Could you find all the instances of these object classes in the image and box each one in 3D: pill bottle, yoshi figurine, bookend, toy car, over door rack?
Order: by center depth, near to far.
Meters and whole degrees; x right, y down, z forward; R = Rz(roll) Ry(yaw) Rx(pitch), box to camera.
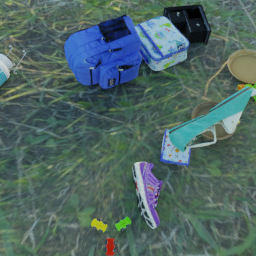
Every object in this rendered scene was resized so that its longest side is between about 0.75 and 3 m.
[{"bbox_3d":[-0.425,3.244,8.888,1.166,0.276,1.239,-28,65,-15],"label":"toy car"},{"bbox_3d":[5.202,-1.419,11.319,1.434,0.806,0.803,-3,76,-5],"label":"yoshi figurine"},{"bbox_3d":[-5.657,-2.105,11.442,1.106,1.106,1.997,28,65,15],"label":"pill bottle"},{"bbox_3d":[-5.017,-2.980,12.332,0.812,0.366,1.099,21,83,12],"label":"over door rack"},{"bbox_3d":[2.701,-4.808,13.151,1.841,0.848,1.829,-5,60,-3],"label":"bookend"}]

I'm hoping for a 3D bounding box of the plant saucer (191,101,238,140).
[{"bbox_3d":[3.258,-0.266,10.646,1.738,0.256,1.738,0,59,0],"label":"plant saucer"}]

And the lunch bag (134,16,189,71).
[{"bbox_3d":[1.383,-3.795,12.509,1.963,1.007,2.442,-23,62,-9],"label":"lunch bag"}]

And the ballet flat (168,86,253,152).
[{"bbox_3d":[2.715,-0.121,8.831,2.972,1.001,1.046,-32,78,20],"label":"ballet flat"}]

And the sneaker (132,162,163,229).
[{"bbox_3d":[0.752,2.107,9.213,0.938,0.906,2.247,-5,60,-9],"label":"sneaker"}]

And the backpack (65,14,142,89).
[{"bbox_3d":[-0.985,-2.869,11.213,2.822,2.294,2.368,-18,70,-12],"label":"backpack"}]

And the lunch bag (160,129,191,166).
[{"bbox_3d":[1.705,0.769,10.040,1.020,0.743,1.200,8,53,4],"label":"lunch bag"}]

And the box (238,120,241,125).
[{"bbox_3d":[3.664,-0.221,10.891,1.161,0.219,0.793,-27,64,-15],"label":"box"}]

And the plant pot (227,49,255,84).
[{"bbox_3d":[5.321,-2.641,12.215,1.977,0.272,1.977,-1,59,2],"label":"plant pot"}]
